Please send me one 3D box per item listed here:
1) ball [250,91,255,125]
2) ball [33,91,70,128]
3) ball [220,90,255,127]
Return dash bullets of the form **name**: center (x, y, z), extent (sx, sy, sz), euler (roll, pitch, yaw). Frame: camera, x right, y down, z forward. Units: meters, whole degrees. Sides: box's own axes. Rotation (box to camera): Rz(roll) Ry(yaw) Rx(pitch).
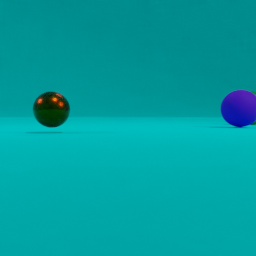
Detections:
- **ball**: center (4.721, -0.763, 10.687), extent (1.277, 1.277, 1.277), euler (0, 2, 0)
- **ball**: center (-1.490, -0.359, 5.474), extent (0.711, 0.711, 0.711), euler (0, 2, 0)
- **ball**: center (3.190, -0.554, 7.972), extent (1.060, 1.060, 1.060), euler (0, 2, 0)
